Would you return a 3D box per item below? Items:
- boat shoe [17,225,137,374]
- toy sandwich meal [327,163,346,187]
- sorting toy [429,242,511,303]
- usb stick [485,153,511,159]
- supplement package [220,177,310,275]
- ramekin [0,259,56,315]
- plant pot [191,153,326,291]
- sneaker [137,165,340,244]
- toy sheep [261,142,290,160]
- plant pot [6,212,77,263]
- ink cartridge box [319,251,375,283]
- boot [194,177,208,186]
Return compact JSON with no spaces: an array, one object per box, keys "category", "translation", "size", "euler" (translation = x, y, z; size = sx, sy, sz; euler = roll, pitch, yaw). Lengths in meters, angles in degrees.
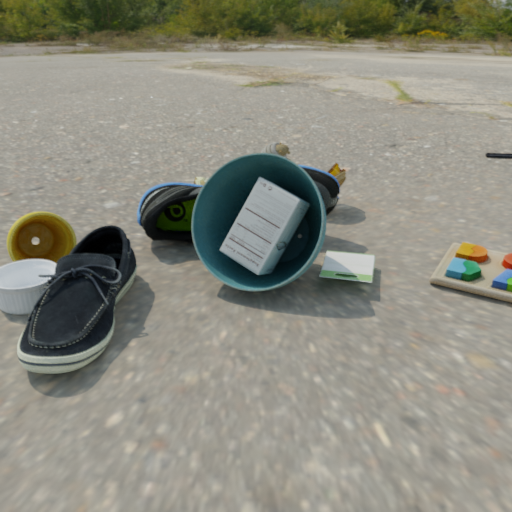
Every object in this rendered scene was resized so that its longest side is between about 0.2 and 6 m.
[{"category":"boat shoe","translation":[-2.245,0.447,7.225],"size":[1.093,0.912,2.930],"euler":[3,26,3]},{"category":"toy sandwich meal","translation":[1.333,-1.375,11.042],"size":[0.396,1.157,1.157],"euler":[47,39,9]},{"category":"sorting toy","translation":[3.569,0.198,8.485],"size":[1.496,0.295,1.617],"euler":[14,28,28]},{"category":"usb stick","translation":[6.544,-2.671,14.957],"size":[0.776,0.127,0.215],"euler":[4,31,8]},{"category":"supplement package","translation":[0.137,-0.419,8.208],"size":[0.717,1.222,0.714],"euler":[31,9,14]},{"category":"ramekin","translation":[-3.181,0.435,7.783],"size":[0.922,0.449,0.922],"euler":[0,25,0]},{"category":"plant pot","translation":[0.197,-0.421,8.331],"size":[1.938,1.938,1.305],"euler":[10,-2,20]},{"category":"sneaker","translation":[-0.278,-0.716,9.485],"size":[3.470,1.230,1.438],"euler":[-7,26,-2]},{"category":"toy sheep","translation":[0.415,-2.374,13.395],"size":[0.962,0.663,0.663],"euler":[-31,0,42]},{"category":"plant pot","translation":[-3.383,-0.213,8.738],"size":[0.975,0.975,0.918],"euler":[-13,12,-27]},{"category":"ink cartridge box","translation":[1.378,0.238,8.431],"size":[0.772,0.254,1.060],"euler":[6,24,12]},{"category":"boot","translation":[-0.496,-1.209,11.072],"size":[1.458,0.679,1.885],"euler":[-2,18,-5]}]
